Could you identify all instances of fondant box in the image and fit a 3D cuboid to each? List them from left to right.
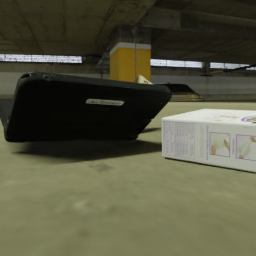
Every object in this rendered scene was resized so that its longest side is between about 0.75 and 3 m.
[{"bbox_3d":[1.920,0.131,4.285,2.328,0.678,1.680,4,11,39],"label":"fondant box"}]

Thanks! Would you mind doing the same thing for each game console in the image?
[{"bbox_3d":[-0.991,-0.601,5.567,2.749,1.600,2.418,0,-33,-32],"label":"game console"}]

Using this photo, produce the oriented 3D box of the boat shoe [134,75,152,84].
[{"bbox_3d":[0.351,-0.648,7.885,0.624,1.922,0.693,24,-37,-17],"label":"boat shoe"}]
